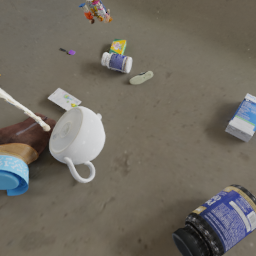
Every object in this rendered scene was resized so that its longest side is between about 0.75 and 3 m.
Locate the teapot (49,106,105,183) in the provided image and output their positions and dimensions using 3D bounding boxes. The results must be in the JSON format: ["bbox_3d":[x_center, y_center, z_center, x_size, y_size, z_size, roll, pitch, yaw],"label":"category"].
[{"bbox_3d":[-1.636,0.467,10.233,2.292,1.674,2.262,-56,36,-1],"label":"teapot"}]

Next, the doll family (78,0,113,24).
[{"bbox_3d":[-0.946,-3.930,9.434,0.636,0.876,1.411,-50,39,-16],"label":"doll family"}]

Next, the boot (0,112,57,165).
[{"bbox_3d":[-4.434,0.234,10.954,2.993,1.083,2.490,23,48,16],"label":"boot"}]

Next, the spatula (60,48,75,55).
[{"bbox_3d":[-3.028,-3.823,13.898,0.845,0.087,0.239,20,65,15],"label":"spatula"}]

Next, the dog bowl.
[{"bbox_3d":[-4.803,1.600,9.602,2.868,1.599,0.711,-1,46,0],"label":"dog bowl"}]

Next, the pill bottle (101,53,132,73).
[{"bbox_3d":[-0.522,-3.053,13.013,1.299,0.752,0.752,17,59,10],"label":"pill bottle"}]

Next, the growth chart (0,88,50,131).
[{"bbox_3d":[-3.747,-0.865,8.914,2.848,2.061,0.253,38,83,-20],"label":"growth chart"}]

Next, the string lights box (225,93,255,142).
[{"bbox_3d":[4.884,-0.446,11.440,0.982,0.563,1.911,31,62,18],"label":"string lights box"}]

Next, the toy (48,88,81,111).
[{"bbox_3d":[-2.713,-1.142,12.057,1.253,0.296,0.721,30,59,15],"label":"toy"}]

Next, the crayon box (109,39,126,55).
[{"bbox_3d":[-0.498,-3.925,13.832,0.622,0.305,1.047,10,58,7],"label":"crayon box"}]

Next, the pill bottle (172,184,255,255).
[{"bbox_3d":[2.745,3.019,8.674,2.644,1.479,1.479,-28,62,-17],"label":"pill bottle"}]

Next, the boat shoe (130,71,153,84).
[{"bbox_3d":[0.588,-2.295,12.816,1.121,0.403,0.379,-23,23,-6],"label":"boat shoe"}]
